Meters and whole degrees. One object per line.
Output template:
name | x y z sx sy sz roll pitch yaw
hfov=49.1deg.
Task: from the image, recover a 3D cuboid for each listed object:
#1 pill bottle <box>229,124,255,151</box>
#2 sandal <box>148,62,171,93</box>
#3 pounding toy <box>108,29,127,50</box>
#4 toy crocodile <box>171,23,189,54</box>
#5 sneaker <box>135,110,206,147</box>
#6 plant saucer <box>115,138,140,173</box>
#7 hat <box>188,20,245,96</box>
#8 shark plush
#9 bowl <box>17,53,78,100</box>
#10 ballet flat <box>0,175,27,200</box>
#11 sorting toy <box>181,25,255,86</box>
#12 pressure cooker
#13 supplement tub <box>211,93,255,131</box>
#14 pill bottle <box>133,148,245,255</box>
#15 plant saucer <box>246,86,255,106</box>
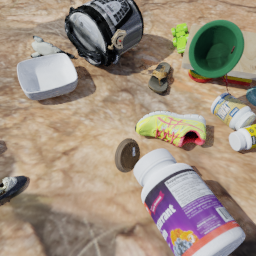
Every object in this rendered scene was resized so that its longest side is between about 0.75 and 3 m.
pill bottle | 3.936 0.290 8.947 1.245 0.711 0.711 -15 50 -12
sandal | 1.326 -2.123 11.176 0.809 0.540 1.980 15 50 12
pounding toy | -0.325 -3.143 10.256 0.474 0.829 0.476 22 37 -28
toy crocodile | 2.483 -4.148 12.920 0.757 0.692 2.242 -15 47 20
sneaker | 1.413 0.109 8.978 2.377 0.929 1.073 -1 51 -1
plant saucer | 0.021 0.745 7.509 0.140 0.948 0.948 8 43 43
hat | 2.845 -2.201 8.677 1.548 1.868 1.645 34 21 25
shark plush | -3.339 -3.553 12.380 2.084 0.947 0.868 7 18 12
bowl | -3.063 -1.895 10.823 2.094 0.783 2.097 -18 50 -15
ballet flat | -3.508 1.715 7.851 1.392 0.509 0.509 -34 57 -26
sorting toy | 3.824 -2.898 11.530 2.932 1.026 2.949 12 50 11
pressure cooker | -1.039 -3.946 11.521 2.861 2.555 2.516 -39 38 -29
supplement tub | 3.566 -0.529 9.530 0.907 0.907 1.253 -27 53 -22
pill bottle | 1.311 1.896 6.945 1.581 1.581 2.838 -22 51 -18
plant saucer | 5.160 -1.226 10.601 1.285 0.231 1.285 0 48 0
